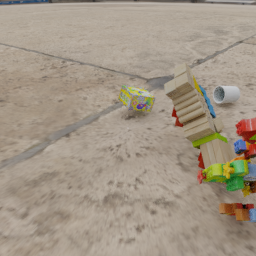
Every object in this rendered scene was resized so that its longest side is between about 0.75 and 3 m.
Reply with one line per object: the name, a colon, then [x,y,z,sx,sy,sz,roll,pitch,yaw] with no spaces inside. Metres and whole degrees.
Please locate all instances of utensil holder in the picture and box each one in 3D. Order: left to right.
utensil holder: [3.654,-1.246,10.386,0.763,0.648,0.648,-4,29,-26]

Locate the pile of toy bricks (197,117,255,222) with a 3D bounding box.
pile of toy bricks: [1.892,0.815,4.882,1.307,2.648,1.469,4,66,-4]

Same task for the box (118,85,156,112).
box: [0.294,-1.017,9.612,0.915,0.558,0.882,3,27,-30]

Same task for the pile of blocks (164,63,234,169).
pile of blocks: [1.731,-0.138,7.129,0.903,2.907,1.193,-26,-7,34]
